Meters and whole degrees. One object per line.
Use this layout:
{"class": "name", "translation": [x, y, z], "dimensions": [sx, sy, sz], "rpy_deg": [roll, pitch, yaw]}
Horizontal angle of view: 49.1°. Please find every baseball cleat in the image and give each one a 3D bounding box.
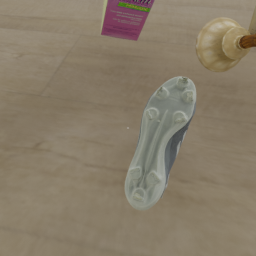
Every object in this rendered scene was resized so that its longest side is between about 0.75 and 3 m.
{"class": "baseball cleat", "translation": [0.501, 0.253, 4.552], "dimensions": [0.757, 1.156, 2.172], "rpy_deg": [22, 76, 15]}

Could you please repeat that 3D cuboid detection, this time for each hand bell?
{"class": "hand bell", "translation": [2.716, -1.932, 6.276], "dimensions": [1.431, 1.431, 2.749], "rpy_deg": [-7, 14, -7]}

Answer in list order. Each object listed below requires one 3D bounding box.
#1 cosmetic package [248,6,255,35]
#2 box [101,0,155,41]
{"class": "cosmetic package", "translation": [3.609, -2.960, 6.246], "dimensions": [1.149, 2.219, 0.811], "rpy_deg": [36, 68, 27]}
{"class": "box", "translation": [0.035, -4.224, 7.998], "dimensions": [1.232, 2.549, 2.242], "rpy_deg": [6, 74, -10]}
